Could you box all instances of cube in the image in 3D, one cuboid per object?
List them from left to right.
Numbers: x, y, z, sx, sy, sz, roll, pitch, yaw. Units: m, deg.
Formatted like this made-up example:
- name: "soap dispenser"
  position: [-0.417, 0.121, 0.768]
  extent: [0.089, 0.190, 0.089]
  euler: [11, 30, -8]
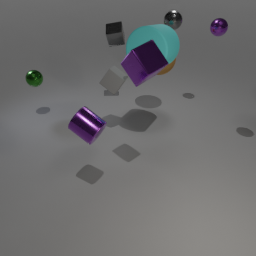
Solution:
- name: "cube"
  position: [-0.517, -1.783, 10.387]
  extent: [0.700, 0.700, 0.700]
  euler: [38, 24, -5]
- name: "cube"
  position: [-0.541, -4.021, 12.016]
  extent: [0.700, 0.700, 0.700]
  euler: [-7, 57, 7]
- name: "cube"
  position: [0.386, -1.538, 6.683]
  extent: [0.700, 0.700, 0.700]
  euler: [-34, 1, -28]

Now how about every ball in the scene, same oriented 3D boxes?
- name: "ball"
  position: [-3.889, -2.059, 11.635]
  extent: [0.700, 0.700, 0.700]
  euler: [0, 31, 0]
- name: "ball"
  position: [1.334, -2.964, 11.899]
  extent: [1.400, 1.400, 1.400]
  euler: [0, 31, 0]
- name: "ball"
  position: [1.688, -4.037, 10.489]
  extent: [0.700, 0.700, 0.700]
  euler: [0, 31, 0]
- name: "ball"
  position: [3.676, -4.073, 11.320]
  extent: [0.700, 0.700, 0.700]
  euler: [0, 31, 0]

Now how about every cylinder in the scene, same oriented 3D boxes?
- name: "cylinder"
  position: [-1.002, -0.061, 6.951]
  extent: [0.700, 0.700, 0.700]
  euler: [37, 38, 3]
- name: "cylinder"
  position: [0.837, -2.638, 9.188]
  extent: [1.400, 1.400, 1.400]
  euler: [14, 26, 21]
